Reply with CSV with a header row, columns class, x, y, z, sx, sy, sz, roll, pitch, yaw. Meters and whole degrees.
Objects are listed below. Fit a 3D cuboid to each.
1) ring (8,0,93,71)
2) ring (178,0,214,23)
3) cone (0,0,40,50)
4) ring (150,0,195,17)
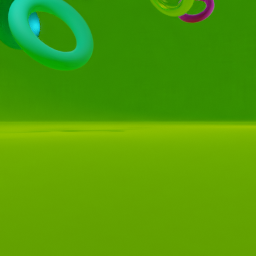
class,x,y,z,sx,sy,sz,roll,pitch,yaw
ring,-1.465,-1.921,5.560,1.732,1.732,0.346,-1,-22,-40
ring,2.321,-4.189,9.728,1.283,1.283,0.257,0,-23,18
cone,-4.155,-3.476,9.495,1.649,1.643,1.643,11,8,40
ring,0.877,-3.055,6.056,0.268,1.342,1.342,-45,21,-21
